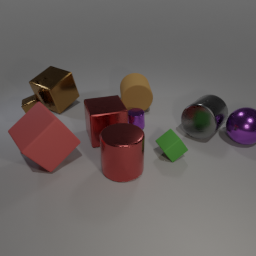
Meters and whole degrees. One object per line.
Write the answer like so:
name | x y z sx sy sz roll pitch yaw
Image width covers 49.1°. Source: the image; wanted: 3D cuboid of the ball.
ball | 4.379 -0.072 10.424 1.400 1.400 1.400 0 32 0

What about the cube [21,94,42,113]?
cube | -4.178 -0.955 12.302 0.700 0.700 0.700 -24 35 -2

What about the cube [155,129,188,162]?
cube | 1.508 0.599 9.672 0.700 0.700 0.700 -39 38 3

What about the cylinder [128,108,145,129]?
cylinder | 0.332 -0.355 11.477 0.700 0.700 0.700 -3 35 2

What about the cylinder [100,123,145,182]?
cylinder | -0.176 0.766 9.016 1.400 1.400 1.400 0 31 0

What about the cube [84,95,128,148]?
cube | -0.851 -0.285 10.738 1.400 1.400 1.400 -9 33 -14

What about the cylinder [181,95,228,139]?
cylinder | 2.984 -0.452 10.881 1.400 1.400 1.400 20 32 30

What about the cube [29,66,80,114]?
cube | -3.311 -1.756 12.734 1.400 1.400 1.400 21 53 29

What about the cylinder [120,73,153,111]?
cylinder | 0.359 -1.626 12.841 1.400 1.400 1.400 -2 32 -3

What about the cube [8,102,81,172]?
cube | -2.702 0.285 9.098 1.400 1.400 1.400 -46 48 -7
